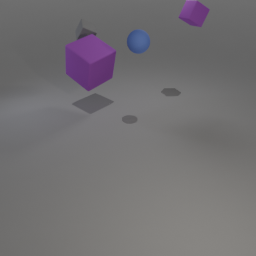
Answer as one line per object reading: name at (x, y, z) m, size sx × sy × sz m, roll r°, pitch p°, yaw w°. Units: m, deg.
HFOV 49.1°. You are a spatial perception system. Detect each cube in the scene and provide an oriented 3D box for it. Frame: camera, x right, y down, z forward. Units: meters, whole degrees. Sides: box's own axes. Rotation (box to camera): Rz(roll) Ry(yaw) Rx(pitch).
cube at (-1.497, -2.598, 11.105) m, size 1.400 × 1.400 × 1.400 m, roll 39°, pitch 54°, yaw 20°
cube at (-1.883, -4.294, 12.542) m, size 0.700 × 0.700 × 0.700 m, roll 13°, pitch 45°, yaw -31°
cube at (2.486, -4.317, 10.568) m, size 0.700 × 0.700 × 0.700 m, roll 17°, pitch 16°, yaw -32°

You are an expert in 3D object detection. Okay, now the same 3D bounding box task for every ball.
ball at (0.315, -2.589, 8.399) m, size 0.700 × 0.700 × 0.700 m, roll 0°, pitch 30°, yaw 0°
